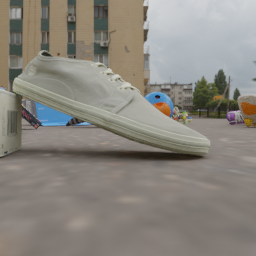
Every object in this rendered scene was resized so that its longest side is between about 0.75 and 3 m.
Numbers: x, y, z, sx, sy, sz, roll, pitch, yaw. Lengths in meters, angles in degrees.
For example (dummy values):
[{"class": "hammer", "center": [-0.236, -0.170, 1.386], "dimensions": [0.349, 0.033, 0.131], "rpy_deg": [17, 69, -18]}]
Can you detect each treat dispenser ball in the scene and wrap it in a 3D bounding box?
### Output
[{"class": "treat dispenser ball", "center": [1.063, -0.706, 10.453], "dimensions": [1.262, 1.262, 1.262], "rpy_deg": [0, 2, 0]}]

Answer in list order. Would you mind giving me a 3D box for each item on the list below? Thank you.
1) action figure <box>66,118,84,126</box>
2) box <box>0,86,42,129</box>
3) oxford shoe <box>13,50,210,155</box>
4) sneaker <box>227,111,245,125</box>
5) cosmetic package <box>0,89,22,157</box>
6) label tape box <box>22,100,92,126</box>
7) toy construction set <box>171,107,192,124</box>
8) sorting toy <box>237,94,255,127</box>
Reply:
[{"class": "action figure", "center": [-0.736, -0.380, 8.688], "dimensions": [2.351, 1.271, 2.430], "rpy_deg": [10, -18, 34]}, {"class": "box", "center": [-2.727, -0.509, 7.016], "dimensions": [0.778, 0.215, 1.139], "rpy_deg": [30, -17, 50]}, {"class": "oxford shoe", "center": [-0.178, -0.248, 2.403], "dimensions": [1.863, 0.538, 0.700], "rpy_deg": [23, -3, 20]}, {"class": "sneaker", "center": [4.506, -0.418, 10.770], "dimensions": [1.209, 0.769, 2.121], "rpy_deg": [-5, -7, 3]}, {"class": "cosmetic package", "center": [-1.694, -0.043, 2.255], "dimensions": [1.465, 0.536, 0.759], "rpy_deg": [1, 1, -9]}, {"class": "label tape box", "center": [-2.788, -0.644, 10.830], "dimensions": [1.892, 0.830, 2.623], "rpy_deg": [-3, 8, -36]}, {"class": "toy construction set", "center": [2.190, -0.487, 12.739], "dimensions": [1.018, 0.715, 1.552], "rpy_deg": [2, -8, 34]}, {"class": "sorting toy", "center": [4.404, -0.610, 8.411], "dimensions": [1.593, 0.945, 1.770], "rpy_deg": [-11, -5, 38]}]
